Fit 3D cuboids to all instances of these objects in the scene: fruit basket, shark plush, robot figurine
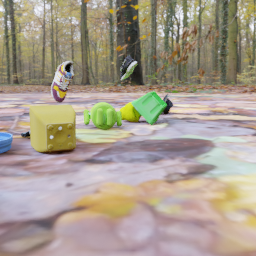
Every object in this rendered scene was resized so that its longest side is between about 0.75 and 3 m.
[{"bbox_3d":[0.600,-0.706,12.216,2.047,1.476,2.047,-42,-3,-2],"label":"fruit basket"},{"bbox_3d":[-2.545,0.227,8.607,1.759,0.799,0.733,-18,-17,17],"label":"shark plush"},{"bbox_3d":[-0.946,-0.482,10.723,1.475,0.972,1.681,0,9,-11],"label":"robot figurine"}]

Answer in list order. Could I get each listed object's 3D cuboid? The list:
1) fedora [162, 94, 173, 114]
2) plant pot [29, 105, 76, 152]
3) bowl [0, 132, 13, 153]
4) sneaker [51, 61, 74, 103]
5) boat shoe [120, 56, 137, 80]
[{"bbox_3d":[2.130,-1.228,15.695,0.660,1.445,1.445,30,11,1],"label":"fedora"},{"bbox_3d":[-1.829,0.068,7.062,1.118,1.111,1.144,-4,16,-24],"label":"plant pot"},{"bbox_3d":[-3.844,0.415,7.015,1.801,0.353,1.801,0,9,0],"label":"bowl"},{"bbox_3d":[-2.084,-1.514,9.026,0.520,1.388,0.625,16,-19,-38],"label":"sneaker"},{"bbox_3d":[-0.077,-2.503,11.795,0.583,0.476,1.577,-38,-2,-18],"label":"boat shoe"}]
